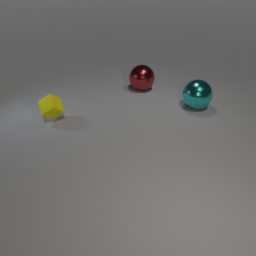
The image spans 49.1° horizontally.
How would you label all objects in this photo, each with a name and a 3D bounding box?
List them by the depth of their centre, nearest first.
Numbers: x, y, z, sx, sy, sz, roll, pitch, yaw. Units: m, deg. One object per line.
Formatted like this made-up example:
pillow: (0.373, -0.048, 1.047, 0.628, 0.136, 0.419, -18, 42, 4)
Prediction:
cube: (-3.313, -0.929, 12.077, 0.700, 0.700, 0.700, -27, 68, 18)
ball: (3.267, -1.572, 13.170, 1.400, 1.400, 1.400, 0, 29, 0)
ball: (0.754, -2.734, 15.242, 1.400, 1.400, 1.400, 0, 29, 0)
